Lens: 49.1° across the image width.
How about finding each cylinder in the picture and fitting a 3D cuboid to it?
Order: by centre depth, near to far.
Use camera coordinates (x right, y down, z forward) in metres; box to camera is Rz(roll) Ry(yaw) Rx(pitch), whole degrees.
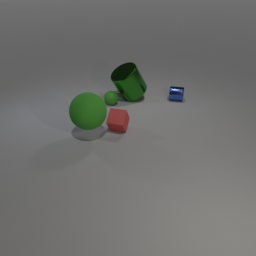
[{"bbox_3d":[0.052,-2.301,14.000,1.400,1.400,1.400,-19,42,18],"label":"cylinder"},{"bbox_3d":[2.468,-1.743,14.206,0.700,0.700,0.700,6,29,12],"label":"cylinder"}]

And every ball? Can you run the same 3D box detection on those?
[{"bbox_3d":[-1.484,-0.623,10.409,1.400,1.400,1.400,0,29,0],"label":"ball"},{"bbox_3d":[-0.825,-1.481,13.748,0.700,0.700,0.700,0,29,0],"label":"ball"}]

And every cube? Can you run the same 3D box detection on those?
[{"bbox_3d":[-0.395,-0.306,11.295,0.700,0.700,0.700,8,66,15],"label":"cube"}]
